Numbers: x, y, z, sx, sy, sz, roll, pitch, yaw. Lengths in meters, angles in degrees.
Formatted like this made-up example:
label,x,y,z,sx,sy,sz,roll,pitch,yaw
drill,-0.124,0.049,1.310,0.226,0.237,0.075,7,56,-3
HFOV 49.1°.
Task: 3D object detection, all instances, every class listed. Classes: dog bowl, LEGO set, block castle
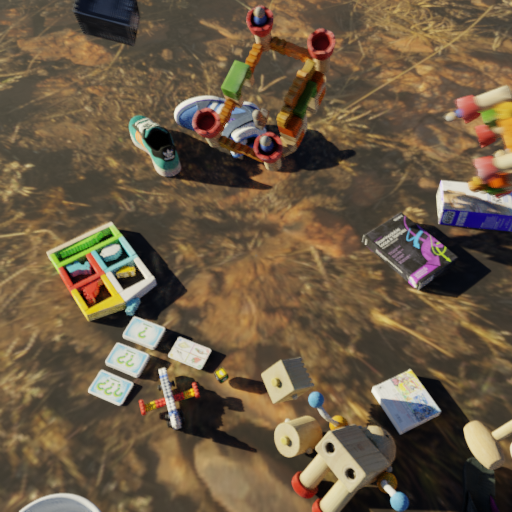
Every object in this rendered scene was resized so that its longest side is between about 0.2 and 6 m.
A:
label,x,y,z,sx,sy,sz,roll,pitch,yaw
dog bowl,-2.769,4.229,7.791,1.615,0.636,1.615,0,51,0
LEGO set,-1.631,2.005,9.721,2.171,0.533,1.622,19,57,15
block castle,3.458,-1.552,8.176,0.891,1.898,1.269,-17,79,28
block castle,0.200,-3.192,10.720,1.872,1.315,2.802,25,83,11

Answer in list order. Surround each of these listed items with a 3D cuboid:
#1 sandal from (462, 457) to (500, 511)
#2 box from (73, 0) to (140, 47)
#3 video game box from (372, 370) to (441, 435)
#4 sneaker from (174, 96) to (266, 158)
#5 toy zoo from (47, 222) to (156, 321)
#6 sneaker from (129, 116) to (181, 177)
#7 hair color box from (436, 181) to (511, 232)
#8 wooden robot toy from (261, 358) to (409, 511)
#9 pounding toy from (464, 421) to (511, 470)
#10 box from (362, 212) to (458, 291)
label,x,y,z,sx,sy,sz,roll,pitch,yaw
sandal,3.363,3.770,8.332,0.598,0.381,1.590,4,51,3
box,-2.539,-4.138,9.613,0.929,0.945,0.586,11,89,-7
video game box,2.539,2.468,9.518,0.797,0.205,0.875,-21,54,-14
sneaker,-0.855,-3.073,13.595,2.236,0.901,1.637,-1,46,-7
toy zoo,-3.033,0.365,11.216,1.493,0.233,2.276,-28,56,-21
sneaker,-2.457,-2.882,13.461,0.784,0.877,2.195,-26,55,-20
hair color box,4.848,-1.092,12.230,1.663,0.539,0.909,5,51,6
wooden robot toy,1.420,3.053,8.682,1.510,1.466,3.328,1,39,-47
pounding toy,4.748,3.030,8.058,3.022,1.733,1.728,-5,47,-4
box,3.163,-0.133,11.596,1.147,0.290,1.605,-31,56,-23
